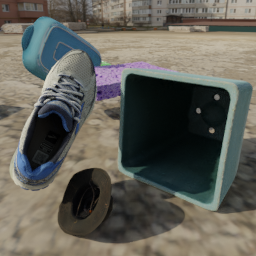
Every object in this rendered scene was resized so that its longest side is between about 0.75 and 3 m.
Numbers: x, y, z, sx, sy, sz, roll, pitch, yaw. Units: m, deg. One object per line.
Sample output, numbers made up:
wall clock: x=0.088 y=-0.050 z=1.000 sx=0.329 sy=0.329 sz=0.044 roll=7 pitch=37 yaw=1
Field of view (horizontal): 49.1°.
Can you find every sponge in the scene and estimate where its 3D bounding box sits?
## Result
sponge: x=-0.125 y=-1.404 z=7.821 sx=2.884 sy=0.430 sz=1.609 roll=-17 pitch=33 yaw=-36

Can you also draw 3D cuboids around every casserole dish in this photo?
casserole dish: x=-1.773 y=-2.036 z=8.341 sx=0.554 sy=1.730 sz=2.856 roll=18 pitch=-4 yaw=38

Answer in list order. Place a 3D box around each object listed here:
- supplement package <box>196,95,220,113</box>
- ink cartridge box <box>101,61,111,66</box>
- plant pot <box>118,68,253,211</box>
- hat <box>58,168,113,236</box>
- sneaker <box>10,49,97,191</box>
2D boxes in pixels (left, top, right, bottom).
supplement package: x=2.230 y=-1.017 z=9.403 sx=1.425 sy=0.864 sz=0.854 roll=-5 pitch=23 yaw=-13
ink cartridge box: x=-2.152 y=-2.397 z=12.529 sx=2.429 sy=1.021 sz=1.772 roll=-10 pitch=24 yaw=-23
plant pot: x=1.330 y=-0.102 z=5.662 sx=2.158 sy=2.153 sz=2.199 roll=17 pitch=24 yaw=35
hat: x=-0.561 y=1.186 z=4.427 sx=0.474 sy=1.176 sz=1.176 roll=35 pitch=-3 yaw=-39
sneaker: x=-1.077 y=-0.246 z=4.607 sx=1.010 sy=2.622 sz=1.117 roll=21 pitch=-19 yaw=-13
